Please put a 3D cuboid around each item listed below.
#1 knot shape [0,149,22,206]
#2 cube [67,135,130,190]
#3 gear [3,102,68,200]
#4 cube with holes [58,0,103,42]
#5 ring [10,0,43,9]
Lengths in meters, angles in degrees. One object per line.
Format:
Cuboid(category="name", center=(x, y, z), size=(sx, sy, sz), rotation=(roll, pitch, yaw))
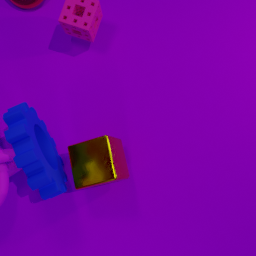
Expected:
Cuboid(category="knot shape", center=(-2.998, 1.011, 5.934), size=(0.821, 1.778, 1.663), rotation=(14, 68, 23))
Cuboid(category="cube", center=(-0.643, 0.786, 6.352), size=(0.975, 0.975, 0.975), rotation=(-16, 78, 15))
Cuboid(category="gear", center=(-1.911, 0.481, 5.973), size=(0.381, 2.062, 2.062), rotation=(-24, 79, -3))
Cuboid(category="cube with holes", center=(-1.147, -2.720, 6.925), size=(0.763, 0.763, 0.763), rotation=(19, 87, 2))
Cuboid(category="ring", center=(-2.784, -3.964, 7.592), size=(1.366, 0.273, 1.366), rotation=(3, 103, 13))
